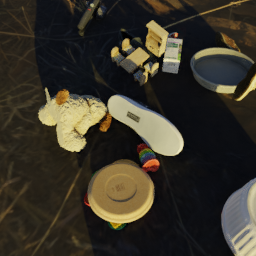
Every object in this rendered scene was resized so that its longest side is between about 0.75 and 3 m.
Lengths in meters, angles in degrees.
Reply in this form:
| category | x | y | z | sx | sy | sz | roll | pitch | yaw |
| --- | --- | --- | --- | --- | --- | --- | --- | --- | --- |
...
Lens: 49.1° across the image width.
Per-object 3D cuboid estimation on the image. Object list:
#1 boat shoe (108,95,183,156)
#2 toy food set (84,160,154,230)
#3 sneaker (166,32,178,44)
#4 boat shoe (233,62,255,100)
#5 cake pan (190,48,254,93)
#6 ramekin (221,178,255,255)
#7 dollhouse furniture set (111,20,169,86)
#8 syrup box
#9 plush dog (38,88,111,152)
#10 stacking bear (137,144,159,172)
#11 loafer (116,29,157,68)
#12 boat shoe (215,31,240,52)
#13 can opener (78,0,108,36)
| category | x | y | z | sx | sy | sz | roll | pitch | yaw |
| --- | --- | --- | --- | --- | --- | --- | --- | --- | --- |
| boat shoe | 0.610 | -0.168 | 8.564 | 2.827 | 0.988 | 0.936 | 32 | 24 | 30 |
| toy food set | -0.214 | 1.630 | 7.221 | 1.755 | 0.431 | 1.773 | -28 | 54 | -22 |
| sneaker | 1.590 | -3.873 | 12.038 | 1.250 | 0.487 | 0.514 | -21 | 51 | -18 |
| boat shoe | 3.327 | -1.211 | 7.610 | 0.378 | 1.139 | 0.421 | 18 | 25 | -30 |
| cake pan | 3.555 | -2.180 | 10.564 | 2.440 | 0.447 | 2.440 | 0 | 49 | 0 |
| ramekin | 3.447 | 2.132 | 6.323 | 2.368 | 1.103 | 2.368 | 1 | 49 | -1 |
| dollhouse furniture set | 0.510 | -2.787 | 10.166 | 1.789 | 1.188 | 1.568 | -42 | 73 | -15 |
| syrup box | 1.755 | -2.887 | 11.074 | 0.607 | 0.627 | 1.541 | 9 | 50 | 6 |
| plush dog | -1.476 | -0.532 | 8.580 | 1.792 | 1.674 | 2.086 | -13 | 45 | -43 |
| stacking bear | 0.514 | 0.786 | 7.961 | 0.510 | 0.477 | 0.839 | 1 | 37 | -23 |
| loafer | 0.296 | -3.174 | 11.184 | 0.804 | 0.831 | 2.367 | -27 | 54 | -22 |
| boat shoe | 4.160 | -3.494 | 11.731 | 0.500 | 0.529 | 1.471 | -10 | 59 | -14 |
| can opener | -1.764 | -5.234 | 13.023 | 1.001 | 0.807 | 2.546 | 14 | 50 | 11 |
